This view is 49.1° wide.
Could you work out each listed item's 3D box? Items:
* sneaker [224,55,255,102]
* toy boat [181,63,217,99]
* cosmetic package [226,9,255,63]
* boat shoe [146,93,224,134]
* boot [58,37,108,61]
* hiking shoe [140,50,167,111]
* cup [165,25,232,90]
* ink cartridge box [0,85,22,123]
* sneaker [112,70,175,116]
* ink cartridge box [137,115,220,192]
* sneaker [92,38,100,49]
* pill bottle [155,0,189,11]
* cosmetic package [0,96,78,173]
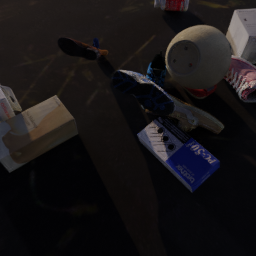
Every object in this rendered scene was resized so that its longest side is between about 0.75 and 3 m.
[{"bbox_3d":[4.507,-1.937,11.216,2.663,1.002,1.392,29,55,13],"label":"sneaker"},{"bbox_3d":[2.747,-2.116,11.243,1.169,1.171,1.792,-32,62,-19],"label":"toy boat"},{"bbox_3d":[5.474,-4.032,12.317,1.551,1.553,1.882,-5,56,-4],"label":"cosmetic package"},{"bbox_3d":[2.008,-0.377,10.190,2.926,1.083,0.971,25,89,2],"label":"boat shoe"},{"bbox_3d":[-1.813,-3.357,11.592,1.743,0.634,1.851,14,23,3],"label":"boot"},{"bbox_3d":[0.984,-1.795,11.036,0.964,1.124,2.592,6,58,4],"label":"hiking shoe"},{"bbox_3d":[2.271,-2.476,9.914,2.361,2.361,1.689,34,27,21],"label":"cup"},{"bbox_3d":[-5.195,-0.737,10.147,2.258,1.451,1.414,-26,59,-18],"label":"ink cartridge box"},{"bbox_3d":[0.644,-1.321,9.564,2.439,0.923,0.940,38,35,16],"label":"sneaker"},{"bbox_3d":[1.616,0.746,9.351,1.236,0.581,2.629,-40,57,-8],"label":"ink cartridge box"},{"bbox_3d":[-1.447,-3.577,12.775,0.353,0.392,1.005,0,77,-9],"label":"sneaker"},{"bbox_3d":[2.231,-6.550,14.409,1.683,0.944,0.944,3,56,2],"label":"pill bottle"},{"bbox_3d":[-3.312,0.155,9.821,2.744,0.975,1.443,-33,62,-20],"label":"cosmetic package"}]
